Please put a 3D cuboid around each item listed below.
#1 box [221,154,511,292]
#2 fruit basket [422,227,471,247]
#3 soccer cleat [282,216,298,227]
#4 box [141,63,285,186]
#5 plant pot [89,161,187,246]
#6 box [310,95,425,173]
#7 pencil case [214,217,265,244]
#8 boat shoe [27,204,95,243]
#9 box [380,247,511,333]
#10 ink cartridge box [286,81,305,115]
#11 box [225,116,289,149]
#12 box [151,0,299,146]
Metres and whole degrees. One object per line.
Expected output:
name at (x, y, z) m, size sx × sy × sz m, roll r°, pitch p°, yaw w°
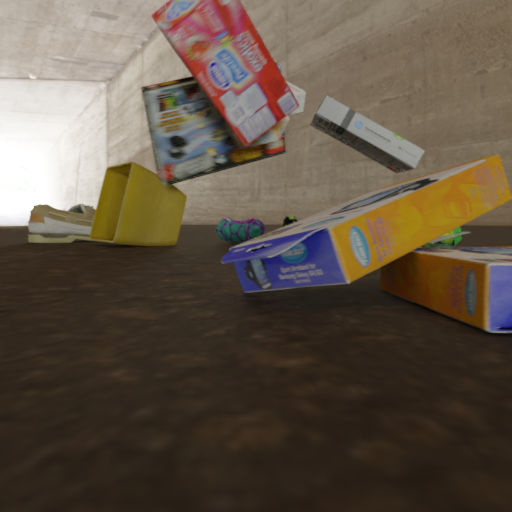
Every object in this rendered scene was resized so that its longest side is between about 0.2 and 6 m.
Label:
box at (0.970, -0.247, 5.250) m, size 2.589 × 0.537 × 1.541 m, roll -25°, pitch 8°, yaw -31°
fruit basket at (4.207, -0.427, 13.462) m, size 1.386 × 0.650 × 1.283 m, roll -21°, pitch 15°, yaw -32°
soccer cleat at (1.059, -0.803, 16.529) m, size 0.617 × 0.741 × 1.829 m, roll -1°, pitch 4°, yaw -11°
box at (-0.794, -2.797, 11.728) m, size 2.889 × 1.978 × 0.576 m, roll -18°, pitch 35°, yaw -21°
plant pot at (-2.883, -1.110, 14.075) m, size 1.714 × 1.943 × 1.943 m, roll 15°, pitch -5°, yaw -34°
box at (2.345, -2.588, 12.203) m, size 2.346 × 0.483 × 1.829 m, roll 30°, pitch 6°, yaw 0°
pencil case at (-0.437, -0.698, 15.016) m, size 0.657 × 0.713 × 1.543 m, roll -28°, pitch 20°, yaw -32°
boat shoe at (-5.006, -0.966, 16.252) m, size 1.202 × 1.100 × 3.216 m, roll 3°, pitch 5°, yaw 37°
box at (2.026, 0.192, 4.373) m, size 1.439 × 0.501 × 2.417 m, roll 0°, pitch 2°, yaw -6°
ink cartridge box at (0.401, -3.738, 13.404) m, size 1.275 × 0.536 × 0.931 m, roll -19°, pitch 44°, yaw -29°
box at (-0.167, -3.006, 10.781) m, size 0.917 × 1.630 × 0.826 m, roll -6°, pitch 40°, yaw 33°
box at (-0.460, -3.121, 9.025) m, size 1.181 × 2.368 × 1.131 m, roll -37°, pitch 43°, yaw 5°
